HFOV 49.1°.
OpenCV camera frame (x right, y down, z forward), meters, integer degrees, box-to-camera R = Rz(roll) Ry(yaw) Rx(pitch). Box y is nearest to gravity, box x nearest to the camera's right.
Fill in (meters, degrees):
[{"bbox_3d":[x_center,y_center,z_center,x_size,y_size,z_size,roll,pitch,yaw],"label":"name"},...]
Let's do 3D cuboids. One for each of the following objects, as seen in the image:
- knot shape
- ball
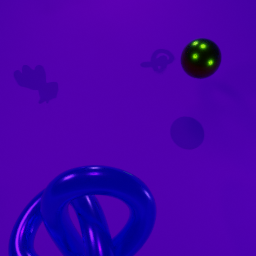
[{"bbox_3d":[-0.411,1.241,2.792,1.691,0.781,1.582,-28,80,31],"label":"knot shape"},{"bbox_3d":[1.638,-1.558,6.306,0.898,0.898,0.898,0,59,0],"label":"ball"}]
